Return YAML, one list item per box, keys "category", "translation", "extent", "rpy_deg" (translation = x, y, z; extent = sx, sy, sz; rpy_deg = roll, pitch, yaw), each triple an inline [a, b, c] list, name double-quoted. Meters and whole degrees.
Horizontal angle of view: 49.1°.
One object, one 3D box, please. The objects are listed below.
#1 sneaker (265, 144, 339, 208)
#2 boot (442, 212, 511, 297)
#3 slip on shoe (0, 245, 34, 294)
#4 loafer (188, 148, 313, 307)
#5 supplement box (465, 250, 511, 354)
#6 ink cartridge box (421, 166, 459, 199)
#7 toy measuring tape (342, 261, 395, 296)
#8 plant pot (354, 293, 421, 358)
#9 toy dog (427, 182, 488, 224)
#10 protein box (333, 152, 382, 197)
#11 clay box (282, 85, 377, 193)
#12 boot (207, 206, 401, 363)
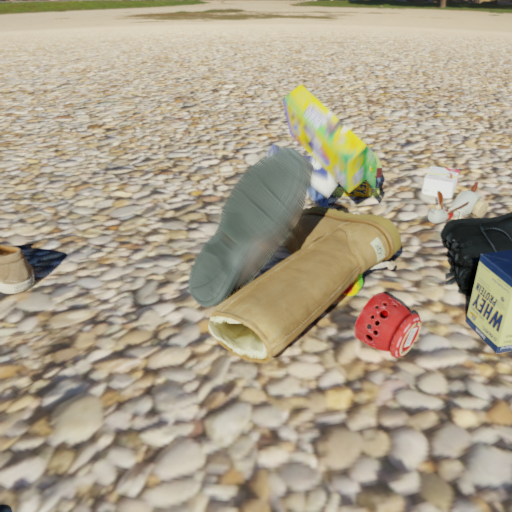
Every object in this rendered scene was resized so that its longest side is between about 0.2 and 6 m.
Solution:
- category: "sneaker"
  translation: [1.209, -2.106, 13.117]
  extent: [1.960, 1.132, 0.792]
  rpy_deg: [37, 6, -16]
- category: "boot"
  translation: [4.947, -0.060, 10.881]
  extent: [2.633, 0.974, 2.158]
  rpy_deg: [-3, 26, 9]
- category: "slip on shoe"
  translation: [-5.389, -0.008, 10.971]
  extent: [2.567, 0.778, 0.976]
  rpy_deg: [19, 34, 31]
- category: "loafer"
  translation: [-0.016, -0.428, 9.241]
  extent: [0.975, 3.100, 1.114]
  rpy_deg: [2, 42, -50]
- category: "supplement box"
  translation: [4.358, 0.690, 9.108]
  extent: [1.364, 1.363, 0.916]
  rpy_deg: [-7, 30, -12]
- category: "ink cartridge box"
  translation: [4.891, -1.962, 14.827]
  extent: [0.780, 0.448, 1.074]
  rpy_deg: [12, 31, 21]
- category: "toy measuring tape"
  translation: [1.924, 0.445, 10.214]
  extent: [1.422, 0.523, 0.523]
  rpy_deg: [-13, 17, 37]
- category: "plant pot"
  translation: [2.106, 1.123, 8.876]
  extent: [0.867, 0.867, 0.790]
  rpy_deg: [-25, 42, -38]
- category: "toy dog"
  translation: [4.811, -1.274, 13.240]
  extent: [1.078, 0.788, 1.635]
  rpy_deg: [20, 35, 32]
- category: "protein box"
  translation: [2.615, -2.167, 14.805]
  extent: [1.209, 0.822, 1.218]
  rpy_deg: [1, 29, 2]
- category: "clay box"
  translation: [1.571, -2.362, 11.886]
  extent: [0.575, 1.388, 2.415]
  rpy_deg: [-37, 67, -5]
- category: "boot"
  translation: [0.469, 0.344, 9.907]
  extent: [3.420, 1.131, 2.996]
  rpy_deg: [-35, 18, -29]
